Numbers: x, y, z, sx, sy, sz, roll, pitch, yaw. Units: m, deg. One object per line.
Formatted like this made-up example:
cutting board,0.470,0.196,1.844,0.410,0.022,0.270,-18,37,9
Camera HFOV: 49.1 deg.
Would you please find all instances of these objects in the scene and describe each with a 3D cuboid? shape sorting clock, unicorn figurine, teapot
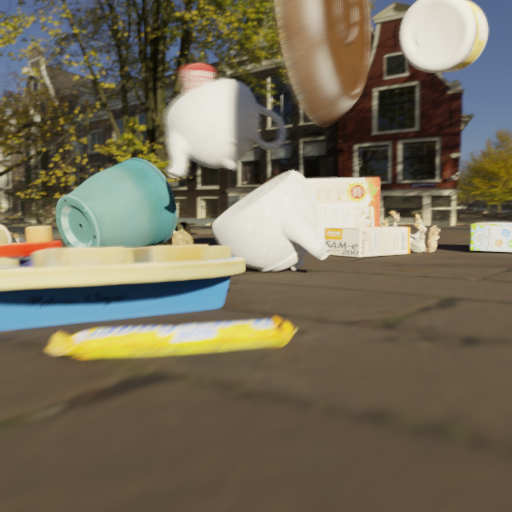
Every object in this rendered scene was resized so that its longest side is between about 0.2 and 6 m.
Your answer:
shape sorting clock,-1.616,0.080,4.212,3.076,0.603,3.076,0,4,0
unicorn figurine,2.756,-0.384,10.730,0.552,1.026,1.494,-40,47,-21
teapot,-0.513,-1.806,8.316,1.488,1.087,1.468,-28,-8,23
teapot,0.222,-0.283,6.860,1.424,1.054,1.443,-29,13,25

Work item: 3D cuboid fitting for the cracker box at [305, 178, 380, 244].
cracker box,1.869,-1.122,14.165,2.451,1.641,0.707,1,4,11

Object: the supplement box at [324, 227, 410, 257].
supplement box,1.971,-0.259,9.932,1.365,0.502,0.860,-3,5,-37

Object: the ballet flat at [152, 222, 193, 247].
ballet flat,-2.091,-0.428,11.167,0.732,0.678,2.076,3,5,34

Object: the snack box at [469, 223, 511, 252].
snack box,5.151,-0.378,11.196,1.524,0.568,2.143,2,4,24

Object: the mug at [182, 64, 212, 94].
mug,-1.206,-3.775,12.947,0.918,1.034,0.690,2,-17,-35

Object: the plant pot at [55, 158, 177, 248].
plant pot,-2.432,-0.702,9.458,1.610,1.610,1.513,3,22,37

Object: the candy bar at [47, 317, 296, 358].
candy bar,-0.399,0.413,2.824,1.208,0.134,0.301,-2,5,-16

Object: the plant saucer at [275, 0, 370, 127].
plant saucer,0.845,-2.661,6.156,0.388,2.417,2.417,2,4,25

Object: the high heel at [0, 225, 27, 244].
high heel,-4.336,-0.259,9.079,1.091,0.546,1.530,10,-8,33

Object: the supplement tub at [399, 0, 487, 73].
supplement tub,3.362,-3.897,9.912,1.252,1.252,1.722,2,17,31
